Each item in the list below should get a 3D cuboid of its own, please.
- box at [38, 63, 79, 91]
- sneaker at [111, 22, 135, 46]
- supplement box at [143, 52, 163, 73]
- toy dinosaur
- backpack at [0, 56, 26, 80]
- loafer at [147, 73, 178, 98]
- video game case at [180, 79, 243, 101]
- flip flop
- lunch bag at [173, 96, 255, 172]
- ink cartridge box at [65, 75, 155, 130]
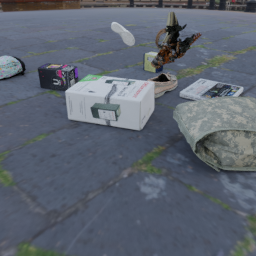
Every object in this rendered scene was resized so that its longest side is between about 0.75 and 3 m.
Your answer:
[{"bbox_3d":[-3.399,-2.499,13.729,1.716,1.049,0.910,9,30,15],"label":"box"},{"bbox_3d":[-0.138,-3.052,8.971,0.354,0.941,0.416,-40,27,22],"label":"sneaker"},{"bbox_3d":[1.461,-3.807,16.168,0.980,0.981,0.658,22,36,34],"label":"supplement box"},{"bbox_3d":[1.035,-1.768,6.053,0.642,0.854,1.258,33,71,11],"label":"toy dinosaur"},{"bbox_3d":[-6.614,-3.286,15.164,1.396,1.059,1.673,19,36,27],"label":"backpack"},{"bbox_3d":[1.674,-2.207,13.411,0.971,0.849,2.700,17,33,29],"label":"loafer"},{"bbox_3d":[3.928,-1.681,13.075,2.192,0.282,2.411,19,33,31],"label":"video game case"},{"bbox_3d":[1.268,-3.025,9.414,0.645,0.909,2.242,-3,57,24],"label":"flip flop"},{"bbox_3d":[2.869,0.107,8.448,2.778,1.633,2.279,2,29,-6],"label":"lunch bag"},{"bbox_3d":[-0.591,-1.093,10.984,2.950,1.240,2.153,9,30,15],"label":"ink cartridge box"}]
